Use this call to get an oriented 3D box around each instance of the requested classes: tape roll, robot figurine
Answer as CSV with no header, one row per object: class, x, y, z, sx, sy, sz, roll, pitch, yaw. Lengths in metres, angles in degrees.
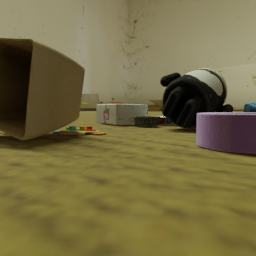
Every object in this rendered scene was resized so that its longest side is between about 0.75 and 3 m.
tape roll,2.231,0.029,5.116,1.907,0.626,1.907,0,5,0
robot figurine,2.269,-1.050,9.420,1.743,2.098,2.793,-17,10,42

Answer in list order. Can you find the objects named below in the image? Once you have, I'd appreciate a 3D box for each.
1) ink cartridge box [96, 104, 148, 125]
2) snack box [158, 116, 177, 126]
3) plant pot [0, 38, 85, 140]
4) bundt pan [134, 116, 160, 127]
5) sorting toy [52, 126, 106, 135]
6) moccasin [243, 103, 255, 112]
ink cartridge box,-0.284,-0.594,11.869,1.462,0.856,2.023,-2,6,-30
snack box,2.318,-0.267,10.845,2.913,0.354,1.047,3,5,30
plant pot,-2.272,-0.988,6.956,2.078,2.075,1.839,15,11,34
bundt pan,0.693,-0.238,10.380,1.011,0.379,1.011,1,5,0
sorting toy,-1.286,0.045,7.647,1.575,0.214,0.887,2,5,24
moccasin,4.950,-0.471,10.521,1.038,0.880,2.580,9,8,16
